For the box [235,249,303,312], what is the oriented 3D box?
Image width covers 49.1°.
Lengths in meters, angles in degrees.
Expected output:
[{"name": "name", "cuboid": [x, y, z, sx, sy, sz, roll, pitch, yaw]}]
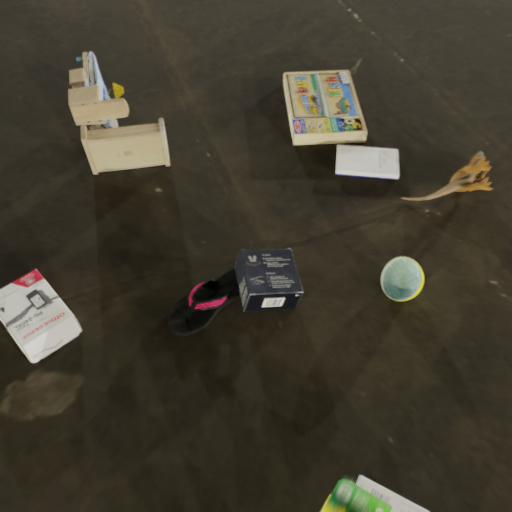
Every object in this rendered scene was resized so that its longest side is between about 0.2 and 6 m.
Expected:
[{"name": "box", "cuboid": [0.200, 0.412, 9.714, 0.954, 0.569, 0.970, -1, 53, -16]}]

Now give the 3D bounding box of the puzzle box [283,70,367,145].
[{"name": "puzzle box", "cuboid": [1.571, -3.584, 13.349, 1.683, 0.322, 2.530, -4, 50, -2]}]

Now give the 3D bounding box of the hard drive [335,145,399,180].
[{"name": "hard drive", "cuboid": [2.407, -2.042, 12.158, 1.325, 0.168, 0.874, 6, 50, 5]}]

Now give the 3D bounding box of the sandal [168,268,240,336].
[{"name": "sandal", "cuboid": [-0.787, 0.679, 9.711, 1.852, 0.417, 0.695, -36, 61, -26]}]

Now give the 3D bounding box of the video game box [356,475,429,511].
[{"name": "video game box", "cuboid": [1.703, 3.746, 7.096, 1.423, 0.333, 1.296, 24, 62, 19]}]

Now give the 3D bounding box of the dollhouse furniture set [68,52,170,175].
[{"name": "dollhouse furniture set", "cuboid": [-2.872, -3.385, 11.836, 1.650, 2.387, 2.528, -8, 62, -7]}]

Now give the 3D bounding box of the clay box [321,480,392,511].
[{"name": "clay box", "cuboid": [1.013, 3.673, 6.168, 1.240, 2.159, 0.514, 26, 20, 20]}]

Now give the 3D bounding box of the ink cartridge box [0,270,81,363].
[{"name": "ink cartridge box", "cuboid": [-3.706, 0.992, 9.368, 0.949, 0.545, 1.307, -35, 58, -26]}]

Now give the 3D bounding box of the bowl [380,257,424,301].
[{"name": "bowl", "cuboid": [2.639, 0.434, 9.863, 0.420, 0.780, 0.780, 17, 32, -47]}]

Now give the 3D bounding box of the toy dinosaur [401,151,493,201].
[{"name": "toy dinosaur", "cuboid": [4.179, -1.489, 11.480, 2.167, 1.151, 0.655, -31, 99, -26]}]
